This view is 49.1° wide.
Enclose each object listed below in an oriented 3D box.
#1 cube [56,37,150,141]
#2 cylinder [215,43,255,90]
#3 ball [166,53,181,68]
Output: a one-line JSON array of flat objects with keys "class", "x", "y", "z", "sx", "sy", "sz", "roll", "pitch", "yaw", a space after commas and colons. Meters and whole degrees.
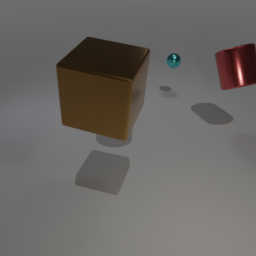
[{"class": "cube", "x": -0.449, "y": -0.821, "z": 5.654, "sx": 1.400, "sy": 1.400, "sz": 1.400, "roll": 14, "pitch": 41, "yaw": 10}, {"class": "cylinder", "x": 4.001, "y": -2.206, "z": 10.222, "sx": 1.400, "sy": 1.400, "sz": 1.400, "roll": -12, "pitch": 6, "yaw": 1}, {"class": "ball", "x": 2.183, "y": -3.215, "z": 13.402, "sx": 0.700, "sy": 0.700, "sz": 0.700, "roll": 0, "pitch": 30, "yaw": 0}]
